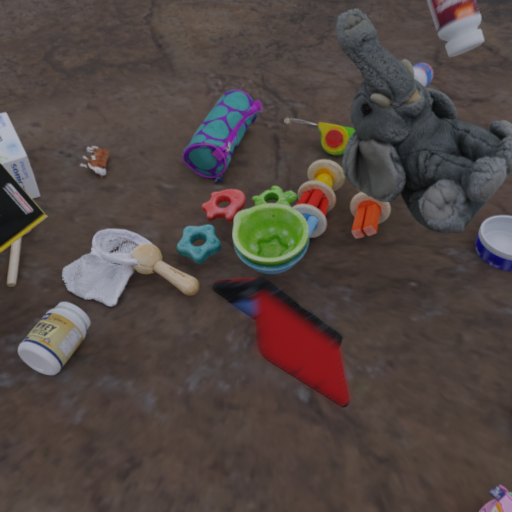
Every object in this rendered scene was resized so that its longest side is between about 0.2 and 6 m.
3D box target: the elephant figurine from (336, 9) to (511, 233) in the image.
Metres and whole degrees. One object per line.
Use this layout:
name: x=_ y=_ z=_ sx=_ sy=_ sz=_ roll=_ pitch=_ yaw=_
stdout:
elephant figurine: x=2.331 y=-1.873 z=8.614 sx=3.115 sy=2.417 sz=2.204 roll=40 pitch=34 yaw=14

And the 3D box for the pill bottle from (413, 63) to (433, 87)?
pill bottle: x=3.067 y=-3.381 z=10.690 sx=0.451 sy=0.451 sz=0.803 roll=21 pitch=36 yaw=19

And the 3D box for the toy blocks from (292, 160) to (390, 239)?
toy blocks: x=1.674 y=-0.864 z=11.291 sx=1.937 sy=0.844 sz=2.324 roll=14 pitch=47 yaw=14

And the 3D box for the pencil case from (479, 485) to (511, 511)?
pencil case: x=3.611 y=3.813 z=6.677 sx=0.945 sy=0.945 sz=2.161 roll=-31 pitch=51 yaw=-27

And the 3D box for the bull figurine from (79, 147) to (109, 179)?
bull figurine: x=-3.685 y=-2.166 z=12.879 sx=0.603 sy=0.323 sz=0.993 roll=20 pitch=38 yaw=-15

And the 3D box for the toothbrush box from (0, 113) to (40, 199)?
toothbrush box: x=-6.333 y=-1.810 z=11.998 sx=2.686 sy=1.156 sz=1.956 roll=-21 pitch=49 yaw=-21

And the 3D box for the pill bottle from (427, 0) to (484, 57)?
pill bottle: x=3.458 y=-4.246 z=9.751 sx=0.736 sy=1.344 sz=0.736 roll=-19 pitch=3 yaw=1

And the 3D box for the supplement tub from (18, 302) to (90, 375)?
supplement tub: x=-3.287 y=1.343 z=9.193 sx=0.751 sy=0.751 sz=1.041 roll=16 pitch=48 yaw=15

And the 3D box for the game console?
game console: x=0.221 y=0.867 z=5.632 sx=1.158 sy=1.344 sz=0.798 roll=-6 pitch=55 yaw=48

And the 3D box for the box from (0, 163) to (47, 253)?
box: x=-4.329 y=-0.866 z=7.640 sx=0.557 sy=2.259 sz=1.804 roll=-20 pitch=23 yaw=45

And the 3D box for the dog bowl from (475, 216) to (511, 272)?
dog bowl: x=4.921 y=-0.249 z=10.958 sx=1.154 sy=0.454 sz=1.154 roll=0 pitch=45 yaw=0

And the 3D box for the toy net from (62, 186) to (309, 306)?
toy net: x=-1.403 y=-0.391 z=10.432 sx=4.627 sy=0.894 sz=2.427 roll=-8 pitch=54 yaw=0

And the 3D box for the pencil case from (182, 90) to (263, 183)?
pencil case: x=-0.761 y=-2.852 z=13.058 sx=1.147 sy=1.056 sz=2.481 roll=-6 pitch=41 yaw=29

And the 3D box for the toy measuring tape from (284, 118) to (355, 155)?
toy measuring tape: x=1.545 y=-2.806 z=13.340 sx=1.964 sy=0.723 sz=0.723 roll=15 pitch=47 yaw=19

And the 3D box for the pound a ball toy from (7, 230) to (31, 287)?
pound a ball toy: x=-5.337 y=0.074 z=10.063 sx=1.984 sy=1.292 sz=3.042 roll=-6 pitch=46 yaw=-6
